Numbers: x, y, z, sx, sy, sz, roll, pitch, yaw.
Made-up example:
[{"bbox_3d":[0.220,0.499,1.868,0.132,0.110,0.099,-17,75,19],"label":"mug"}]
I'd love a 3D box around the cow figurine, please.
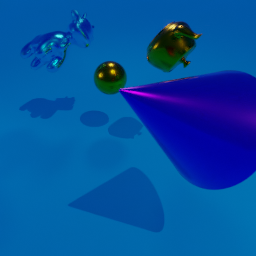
[{"bbox_3d":[-1.567,-1.992,6.460,1.529,0.839,1.505,14,61,40],"label":"cow figurine"}]

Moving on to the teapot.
[{"bbox_3d":[0.866,-1.453,5.164,0.977,1.572,0.770,-42,87,-18],"label":"teapot"}]

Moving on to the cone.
[{"bbox_3d":[0.512,-0.175,3.108,1.547,1.541,1.541,17,23,-36],"label":"cone"}]

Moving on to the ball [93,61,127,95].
[{"bbox_3d":[-0.405,-1.146,6.424,0.770,0.770,0.770,0,36,0],"label":"ball"}]
